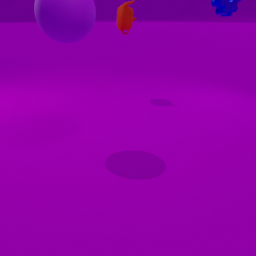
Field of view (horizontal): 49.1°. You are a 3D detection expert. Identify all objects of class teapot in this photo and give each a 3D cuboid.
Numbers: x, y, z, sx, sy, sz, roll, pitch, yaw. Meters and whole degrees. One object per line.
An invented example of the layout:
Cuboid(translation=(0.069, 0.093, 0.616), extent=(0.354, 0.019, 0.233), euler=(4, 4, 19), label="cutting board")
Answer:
Cuboid(translation=(-0.049, -4.310, 10.879), extent=(0.754, 1.539, 0.957), euler=(3, 51, -6), label="teapot")

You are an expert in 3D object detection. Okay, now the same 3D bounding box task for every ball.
Cuboid(translation=(-1.415, -2.633, 6.367), extent=(1.362, 1.362, 1.362), euler=(0, 23, 0), label="ball")

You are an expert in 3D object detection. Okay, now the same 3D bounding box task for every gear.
Cuboid(translation=(2.753, -3.906, 7.743), extent=(0.279, 1.510, 1.511), euler=(16, 28, 40), label="gear")
